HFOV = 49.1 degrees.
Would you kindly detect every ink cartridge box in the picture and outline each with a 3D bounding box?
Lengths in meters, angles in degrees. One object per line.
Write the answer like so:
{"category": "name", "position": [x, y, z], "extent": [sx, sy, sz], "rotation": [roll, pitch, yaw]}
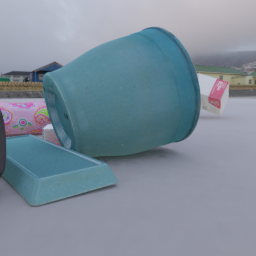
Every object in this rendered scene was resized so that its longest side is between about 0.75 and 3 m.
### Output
{"category": "ink cartridge box", "position": [2.757, -1.400, 10.789], "extent": [2.002, 0.829, 1.467], "rotation": [24, -11, 24]}
{"category": "ink cartridge box", "position": [-0.790, 0.142, 5.286], "extent": [1.601, 0.349, 1.389], "rotation": [-1, 6, -9]}

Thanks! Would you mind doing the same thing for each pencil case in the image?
{"category": "pencil case", "position": [-2.355, -0.265, 6.440], "extent": [2.042, 0.893, 0.893], "rotation": [-4, 8, -22]}

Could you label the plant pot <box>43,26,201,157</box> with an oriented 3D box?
{"category": "plant pot", "position": [-0.235, -0.407, 4.276], "extent": [1.801, 1.916, 1.916], "rotation": [-19, 15, -24]}

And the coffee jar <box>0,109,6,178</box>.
{"category": "coffee jar", "position": [-2.319, 0.052, 2.927], "extent": [1.349, 1.103, 2.586], "rotation": [-7, 11, -44]}

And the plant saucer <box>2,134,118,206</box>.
{"category": "plant saucer", "position": [-1.242, 0.385, 3.676], "extent": [0.925, 0.251, 2.647], "rotation": [-9, 12, -36]}
